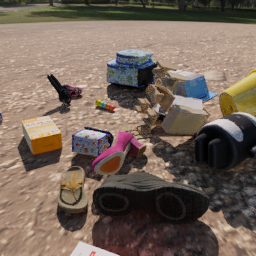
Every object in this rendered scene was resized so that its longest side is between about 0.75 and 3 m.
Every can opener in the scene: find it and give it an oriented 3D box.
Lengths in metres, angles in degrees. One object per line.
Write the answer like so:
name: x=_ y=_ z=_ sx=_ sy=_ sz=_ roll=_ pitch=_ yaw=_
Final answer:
can opener: x=-3.355 y=-1.938 z=13.791 sx=1.772 sy=0.697 sz=0.562 roll=53 pitch=26 yaw=9

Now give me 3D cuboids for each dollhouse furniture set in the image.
dollhouse furniture set: x=1.766 y=-0.949 z=11.010 sx=1.611 sy=2.274 sz=2.476 roll=5 pitch=37 yaw=-32

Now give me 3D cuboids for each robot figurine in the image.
robot figurine: x=3.219 y=0.441 z=8.950 sx=2.527 sy=1.577 sz=1.898 roll=-20 pitch=63 yaw=-34

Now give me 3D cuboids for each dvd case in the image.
dvd case: x=2.324 y=-0.850 z=12.506 sx=2.057 sy=0.339 sz=2.738 roll=12 pitch=27 yaw=7

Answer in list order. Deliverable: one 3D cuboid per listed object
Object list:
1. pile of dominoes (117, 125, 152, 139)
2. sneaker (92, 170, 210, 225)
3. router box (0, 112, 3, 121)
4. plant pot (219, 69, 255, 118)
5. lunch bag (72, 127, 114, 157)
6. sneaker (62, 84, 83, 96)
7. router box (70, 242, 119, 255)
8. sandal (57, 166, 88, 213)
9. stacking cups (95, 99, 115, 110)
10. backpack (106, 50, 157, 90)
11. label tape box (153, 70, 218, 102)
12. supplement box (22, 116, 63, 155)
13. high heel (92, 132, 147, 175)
pile of dominoes: x=0.238 y=0.117 z=11.031 sx=1.312 sy=0.209 sz=1.023 roll=-10 pitch=29 yaw=-19
sneaker: x=0.610 y=1.613 z=7.228 sx=2.891 sy=1.098 sz=1.312 roll=7 pitch=21 yaw=8
router box: x=-6.420 y=-0.380 z=11.804 sx=1.411 sy=0.384 sz=1.572 roll=17 pitch=31 yaw=30
plant pot: x=5.105 y=-1.103 z=11.297 sx=2.301 sy=2.445 sz=2.445 roll=-19 pitch=29 yaw=-5
lunch bag: x=-1.206 y=0.415 z=9.852 sx=1.095 sy=0.798 sz=1.288 roll=10 pitch=15 yaw=19
sneaker: x=-3.119 y=-1.940 z=14.854 sx=1.344 sy=0.531 sz=0.641 roll=7 pitch=39 yaw=15
router box: x=-0.391 y=3.265 z=4.345 sx=2.314 sy=0.630 sz=2.578 roll=11 pitch=29 yaw=21
sandal: x=-1.528 y=1.581 z=7.768 sx=0.809 sy=0.544 sz=2.015 roll=-3 pitch=27 yaw=-7
stacking cups: x=-1.059 y=-1.089 z=13.329 sx=1.055 sy=0.319 sz=0.319 roll=20 pitch=33 yaw=29
backpack: x=0.163 y=-3.480 z=16.168 sx=2.709 sy=1.991 sz=2.479 roll=9 pitch=24 yaw=26
label tape box: x=3.097 y=-2.307 z=15.017 sx=2.903 sy=0.919 sz=2.093 roll=22 pitch=34 yaw=37
supplement box: x=-3.199 y=0.211 z=10.358 sx=1.085 sy=0.633 sz=1.722 roll=-14 pitch=30 yaw=-27
high heel: x=-0.535 y=0.690 z=9.037 sx=1.231 sy=0.864 sz=2.566 roll=29 pitch=33 yaw=28
